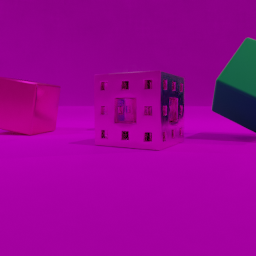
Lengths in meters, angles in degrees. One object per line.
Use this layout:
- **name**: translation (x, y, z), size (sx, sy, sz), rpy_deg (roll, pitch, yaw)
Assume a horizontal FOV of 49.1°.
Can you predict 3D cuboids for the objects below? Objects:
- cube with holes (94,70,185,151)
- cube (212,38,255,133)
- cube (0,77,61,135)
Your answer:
- **cube with holes**: translation (0.239, -0.319, 4.939), size (1.190, 1.190, 1.190), rpy_deg (3, 6, 29)
- **cube**: translation (2.639, -0.829, 5.818), size (1.244, 1.244, 1.244), rpy_deg (32, -15, 23)
- **cube**: translation (-2.485, -0.554, 6.799), size (1.179, 1.179, 1.179), rpy_deg (10, 7, 12)
